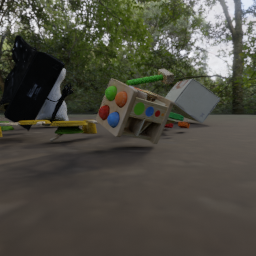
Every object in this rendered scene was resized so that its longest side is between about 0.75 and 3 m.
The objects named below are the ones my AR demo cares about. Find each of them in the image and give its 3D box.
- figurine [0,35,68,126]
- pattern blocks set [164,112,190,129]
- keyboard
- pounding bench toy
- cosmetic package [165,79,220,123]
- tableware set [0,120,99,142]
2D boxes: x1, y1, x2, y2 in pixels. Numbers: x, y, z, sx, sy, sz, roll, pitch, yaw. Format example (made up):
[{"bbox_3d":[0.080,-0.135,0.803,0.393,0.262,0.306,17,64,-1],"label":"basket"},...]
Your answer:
[{"bbox_3d":[-2.553,-1.301,8.141,0.920,2.084,2.136,-10,-21,25],"label":"figurine"},{"bbox_3d":[0.583,-0.274,6.344,1.664,0.153,1.893,16,-4,-13],"label":"pattern blocks set"},{"bbox_3d":[-1.802,-0.687,5.918,1.055,1.660,0.171,31,11,-8],"label":"keyboard"},{"bbox_3d":[0.108,-0.386,3.604,0.749,0.961,0.597,13,14,-37],"label":"pounding bench toy"},{"bbox_3d":[2.585,-1.186,11.977,1.447,1.221,2.799,36,5,-7],"label":"cosmetic package"},{"bbox_3d":[-1.385,0.023,4.516,1.799,0.276,1.212,-2,5,-15],"label":"tableware set"}]
